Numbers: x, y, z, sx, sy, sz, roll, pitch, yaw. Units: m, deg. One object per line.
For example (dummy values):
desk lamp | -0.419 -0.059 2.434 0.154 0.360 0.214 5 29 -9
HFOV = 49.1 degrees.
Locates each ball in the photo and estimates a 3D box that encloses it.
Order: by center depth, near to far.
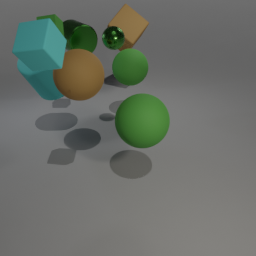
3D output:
ball | 0.363 -0.180 7.164 1.400 1.400 1.400 0 30 0
ball | -1.350 -1.454 7.721 1.400 1.400 1.400 0 30 0
ball | -0.445 -2.750 8.566 0.700 0.700 0.700 0 30 0
ball | 0.086 -2.342 10.820 1.400 1.400 1.400 0 30 0

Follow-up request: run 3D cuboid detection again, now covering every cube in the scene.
cube | -1.732 -1.627 5.564 0.700 0.700 0.700 -2 70 16
cube | -2.710 -3.475 9.820 0.700 0.700 0.700 -5 0 8
cube | -0.109 -4.592 13.192 1.400 1.400 1.400 37 76 -7

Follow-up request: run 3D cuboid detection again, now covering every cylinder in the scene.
cylinder | -2.683 -1.872 9.324 1.400 1.400 1.400 -8 57 13
cylinder | -2.328 -4.114 12.803 1.400 1.400 1.400 -20 38 -31
